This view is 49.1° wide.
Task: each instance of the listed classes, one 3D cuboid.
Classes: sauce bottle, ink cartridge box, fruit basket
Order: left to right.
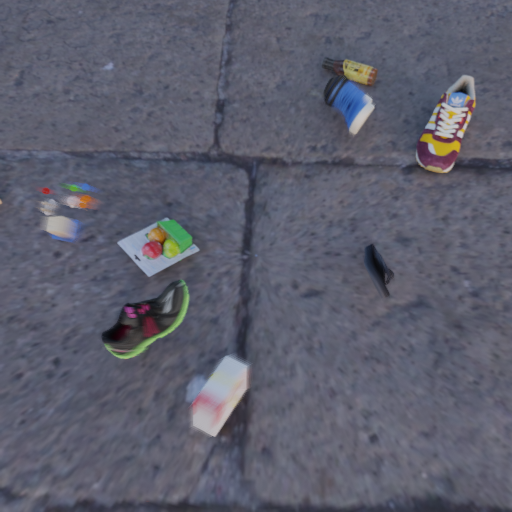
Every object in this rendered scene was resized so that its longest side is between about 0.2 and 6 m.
[{"bbox_3d":[-1.860,-0.161,10.699,1.166,0.547,1.080,-34,60,-26],"label":"fruit basket"},{"bbox_3d":[-0.553,2.179,8.749,0.415,0.722,0.994,22,48,18],"label":"ink cartridge box"},{"bbox_3d":[2.367,-4.741,14.286,1.418,0.468,0.468,21,56,15],"label":"sauce bottle"}]

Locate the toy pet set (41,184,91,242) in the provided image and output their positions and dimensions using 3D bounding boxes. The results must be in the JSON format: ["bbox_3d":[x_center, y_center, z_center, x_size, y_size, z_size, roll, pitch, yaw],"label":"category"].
[{"bbox_3d":[-3.629,-0.821,10.918,1.048,0.556,0.978,-1,74,20],"label":"toy pet set"}]

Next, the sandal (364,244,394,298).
[{"bbox_3d":[2.192,0.170,9.955,0.359,0.638,1.679,-26,19,17],"label":"sandal"}]

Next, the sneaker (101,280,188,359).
[{"bbox_3d":[-1.757,0.993,8.923,1.669,0.699,0.640,-42,47,3],"label":"sneaker"}]

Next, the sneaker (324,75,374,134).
[{"bbox_3d":[1.993,-3.444,12.539,1.124,0.775,2.020,33,30,-5],"label":"sneaker"}]

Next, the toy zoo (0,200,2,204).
[{"bbox_3d":[-6.694,-1.389,11.852,2.338,0.239,1.534,38,62,25],"label":"toy zoo"}]

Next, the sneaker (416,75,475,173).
[{"bbox_3d":[4.257,-2.981,12.489,0.962,1.157,2.567,18,55,13],"label":"sneaker"}]
